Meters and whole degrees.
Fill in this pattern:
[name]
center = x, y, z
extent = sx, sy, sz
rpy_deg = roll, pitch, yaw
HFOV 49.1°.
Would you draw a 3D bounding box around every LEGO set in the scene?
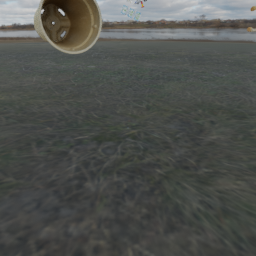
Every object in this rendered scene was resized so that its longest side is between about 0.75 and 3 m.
[LEGO set]
center = 0.267, -5.115, 11.479
extent = 0.879, 1.176, 0.289
rpy_deg = 29, 22, 7

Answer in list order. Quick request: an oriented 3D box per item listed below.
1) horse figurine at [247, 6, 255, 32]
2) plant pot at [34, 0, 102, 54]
[horse figurine]
center = 3.819, -3.136, 6.726
extent = 1.529, 2.307, 0.576
rpy_deg = -6, 49, -24
[plant pot]
center = -2.097, -3.344, 8.787
extent = 1.948, 1.948, 1.783
rpy_deg = -13, 21, -31
